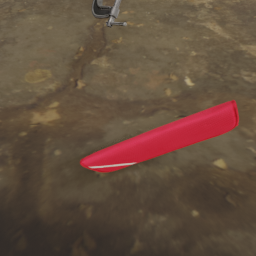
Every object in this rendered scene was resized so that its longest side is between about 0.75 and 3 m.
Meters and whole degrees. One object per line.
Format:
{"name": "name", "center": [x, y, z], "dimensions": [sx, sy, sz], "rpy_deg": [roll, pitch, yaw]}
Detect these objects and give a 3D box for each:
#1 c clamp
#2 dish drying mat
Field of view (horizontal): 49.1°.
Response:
{"name": "c clamp", "center": [-0.291, -3.987, 7.965], "dimensions": [0.325, 2.400, 2.050], "rpy_deg": [14, 5, -41]}
{"name": "dish drying mat", "center": [0.581, 0.268, 5.091], "dimensions": [2.812, 1.080, 0.256], "rpy_deg": [-20, 65, 16]}
